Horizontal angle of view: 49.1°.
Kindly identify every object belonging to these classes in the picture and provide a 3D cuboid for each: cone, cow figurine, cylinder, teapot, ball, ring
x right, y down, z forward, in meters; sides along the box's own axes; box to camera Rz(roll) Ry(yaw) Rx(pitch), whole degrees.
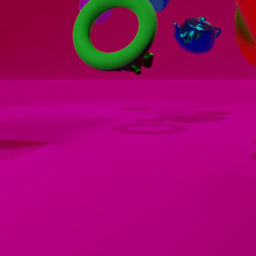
[{"bbox_3d":[2.632,-1.666,4.168,1.407,1.401,1.401,-10,13,-16],"label":"cone"},{"bbox_3d":[0.154,-1.896,7.821,1.163,0.639,1.145,5,30,-7],"label":"cow figurine"},{"bbox_3d":[0.686,-3.832,6.854,1.339,1.339,1.339,32,-1,0],"label":"cylinder"},{"bbox_3d":[2.110,-2.965,8.761,2.055,1.006,1.278,-9,46,-27],"label":"teapot"},{"bbox_3d":[1.677,-1.430,3.428,1.051,1.055,1.051,-8,27,4],"label":"cone"},{"bbox_3d":[-1.094,-4.171,9.617,1.131,1.131,1.131,0,11,0],"label":"ball"},{"bbox_3d":[-0.303,-2.110,6.013,1.882,1.882,0.376,3,-11,17],"label":"ring"}]
